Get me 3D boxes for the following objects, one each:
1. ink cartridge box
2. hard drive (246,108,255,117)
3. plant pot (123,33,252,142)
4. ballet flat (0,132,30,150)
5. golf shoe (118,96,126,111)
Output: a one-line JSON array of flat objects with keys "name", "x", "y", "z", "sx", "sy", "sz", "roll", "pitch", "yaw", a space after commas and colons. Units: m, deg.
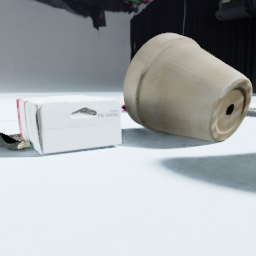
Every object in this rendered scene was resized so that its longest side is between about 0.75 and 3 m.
[{"name": "ink cartridge box", "x": -1.639, "y": -0.221, "z": 7.303, "sx": 1.997, "sy": 1.147, "sz": 2.750, "roll": -6, "pitch": 11, "yaw": -28}, {"name": "hard drive", "x": 5.895, "y": -0.786, "z": 13.642, "sx": 1.165, "sy": 0.315, "sz": 1.667, "roll": 4, "pitch": 9, "yaw": 23}, {"name": "plant pot", "x": 1.788, "y": -0.927, "z": 7.828, "sx": 2.987, "sy": 2.987, "sz": 2.592, "roll": -7, "pitch": 28, "yaw": -38}, {"name": "ballet flat", "x": -2.746, "y": 0.318, "z": 6.588, "sx": 1.180, "sy": 0.335, "sz": 0.392, "roll": 6, "pitch": 11, "yaw": 33}, {"name": "golf shoe", "x": 0.576, "y": -1.231, "z": 15.319, "sx": 2.410, "sy": 0.908, "sz": 1.103, "roll": -4, "pitch": 24, "yaw": -7}]
